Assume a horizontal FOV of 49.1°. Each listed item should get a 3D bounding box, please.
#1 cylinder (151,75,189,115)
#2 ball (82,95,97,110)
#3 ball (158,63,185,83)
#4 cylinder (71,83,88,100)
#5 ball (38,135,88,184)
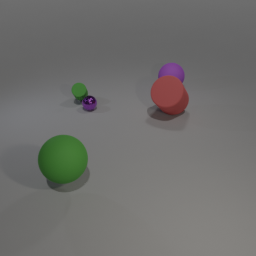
[{"bbox_3d":[1.832,-1.387,12.137,1.400,1.400,1.400,15,-5,23],"label":"cylinder"},{"bbox_3d":[-1.784,-1.163,12.972,0.700,0.700,0.700,0,30,0],"label":"ball"},{"bbox_3d":[2.313,-2.769,14.955,1.400,1.400,1.400,0,30,0],"label":"ball"},{"bbox_3d":[-2.309,-1.748,13.456,0.700,0.700,0.700,-1,-8,-1],"label":"cylinder"},{"bbox_3d":[-1.859,0.893,8.053,1.400,1.400,1.400,0,30,0],"label":"ball"}]
